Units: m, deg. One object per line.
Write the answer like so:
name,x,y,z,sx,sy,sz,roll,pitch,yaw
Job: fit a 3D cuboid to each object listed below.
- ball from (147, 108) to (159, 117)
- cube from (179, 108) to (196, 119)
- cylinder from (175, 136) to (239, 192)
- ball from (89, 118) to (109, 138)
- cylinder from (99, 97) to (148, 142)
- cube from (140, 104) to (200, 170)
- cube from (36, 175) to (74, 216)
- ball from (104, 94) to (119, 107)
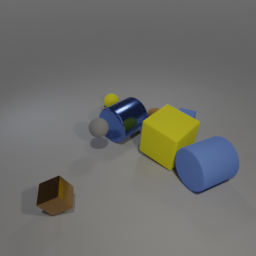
ball,1.143,-0.505,11.810,0.700,0.700,0.700,0,32,0
cube,2.361,-0.310,11.572,0.700,0.700,0.700,14,38,18
cylinder,2.433,1.095,8.708,1.400,1.400,1.400,-16,35,-24
ball,-1.029,-0.013,9.834,0.700,0.700,0.700,0,32,0
cylinder,-0.175,-0.345,11.011,1.400,1.400,1.400,26,40,35
cube,1.411,0.290,9.701,1.400,1.400,1.400,33,49,28
cube,-1.980,1.854,7.674,0.700,0.700,0.700,-23,44,14
ball,-0.780,-1.263,13.168,0.700,0.700,0.700,0,32,0
